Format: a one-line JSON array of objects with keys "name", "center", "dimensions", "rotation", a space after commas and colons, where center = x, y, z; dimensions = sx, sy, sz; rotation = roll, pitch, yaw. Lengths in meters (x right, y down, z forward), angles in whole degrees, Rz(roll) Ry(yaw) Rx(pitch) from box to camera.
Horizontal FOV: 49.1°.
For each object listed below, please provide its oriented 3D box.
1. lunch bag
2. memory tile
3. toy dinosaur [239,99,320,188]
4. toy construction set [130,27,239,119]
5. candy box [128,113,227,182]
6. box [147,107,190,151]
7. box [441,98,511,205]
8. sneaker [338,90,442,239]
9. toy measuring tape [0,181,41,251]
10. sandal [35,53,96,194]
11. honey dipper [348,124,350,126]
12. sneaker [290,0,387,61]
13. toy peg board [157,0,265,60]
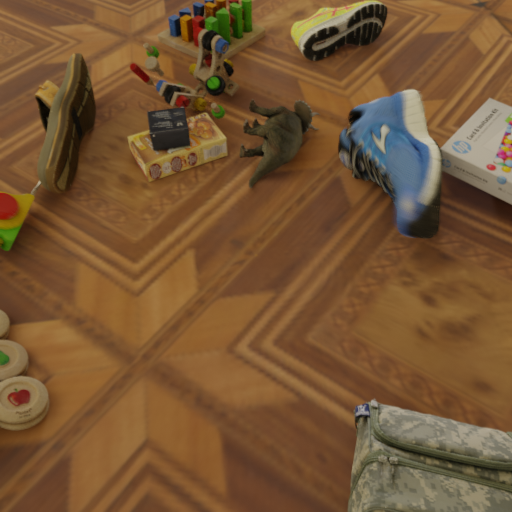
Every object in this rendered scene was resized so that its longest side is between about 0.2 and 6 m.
[{"name": "lunch bag", "center": [1.792, 2.283, 5.592], "dimensions": [1.771, 1.234, 1.485], "rotation": [10, 37, 9]}, {"name": "memory tile", "center": [-3.934, 1.496, 6.343], "dimensions": [2.638, 0.221, 2.022], "rotation": [-15, 47, -36]}, {"name": "toy dinosaur", "center": [0.364, -2.053, 9.547], "dimensions": [1.118, 0.841, 2.186], "rotation": [11, 49, 11]}, {"name": "toy construction set", "center": [-1.209, -3.292, 10.568], "dimensions": [1.879, 1.444, 1.567], "rotation": [10, 86, 16]}, {"name": "candy box", "center": [-1.348, -1.897, 9.685], "dimensions": [1.500, 0.415, 0.866], "rotation": [-22, 52, -18]}, {"name": "box", "center": [-1.458, -2.122, 9.342], "dimensions": [0.634, 0.379, 0.645], "rotation": [-9, 48, -6]}, {"name": "box", "center": [4.214, -1.485, 8.724], "dimensions": [2.203, 0.454, 1.718], "rotation": [33, 59, 26]}, {"name": "sneaker", "center": [2.085, -1.429, 8.929], "dimensions": [1.453, 1.280, 3.259], "rotation": [-8, 42, 8]}, {"name": "toy measuring tape", "center": [-3.809, -0.885, 8.573], "dimensions": [0.766, 0.766, 2.082], "rotation": [3, 48, 3]}, {"name": "sandal", "center": [-3.381, -2.377, 9.569], "dimensions": [0.856, 1.273, 3.169], "rotation": [3, 53, -2]}, {"name": "honey dipper", "center": [1.991, -2.630, 10.528], "dimensions": [0.141, 0.141, 0.741], "rotation": [35, 60, 26]}, {"name": "sneaker", "center": [1.778, -5.057, 12.127], "dimensions": [2.338, 0.914, 1.056], "rotation": [-23, 50, -18]}, {"name": "toy peg board", "center": [-0.982, -5.149, 12.229], "dimensions": [1.731, 0.850, 1.739], "rotation": [32, 56, 24]}]
